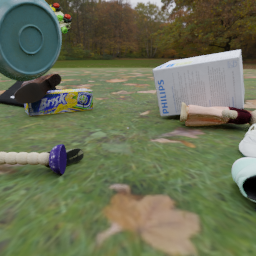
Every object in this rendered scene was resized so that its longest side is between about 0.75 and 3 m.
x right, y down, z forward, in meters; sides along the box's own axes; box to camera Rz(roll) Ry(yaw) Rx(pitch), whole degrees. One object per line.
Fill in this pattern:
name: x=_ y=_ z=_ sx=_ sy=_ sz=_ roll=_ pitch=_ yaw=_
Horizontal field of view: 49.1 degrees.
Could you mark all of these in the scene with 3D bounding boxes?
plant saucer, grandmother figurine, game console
plant saucer: x=-2.283 y=-2.040 z=6.433 sx=0.274 sy=2.002 sz=2.002 roll=21 pitch=25 yaw=35
grandmother figurine: x=3.127 y=-0.369 z=8.837 sx=2.883 sy=0.873 sz=1.748 roll=6 pitch=15 yaw=10
game console: x=-4.496 y=-1.413 z=13.765 sx=2.726 sy=1.587 sz=2.397 roll=9 pitch=47 yaw=32

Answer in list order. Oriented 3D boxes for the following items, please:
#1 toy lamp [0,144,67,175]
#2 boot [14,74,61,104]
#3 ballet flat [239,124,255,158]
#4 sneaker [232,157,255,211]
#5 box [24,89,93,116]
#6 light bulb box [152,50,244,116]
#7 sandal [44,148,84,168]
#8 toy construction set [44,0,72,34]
toy lamp: x=-2.422 y=0.577 z=5.495 sx=2.322 sy=0.676 sz=0.676 roll=0 pitch=15 yaw=0
boot: x=-3.864 y=-1.517 z=10.896 sx=2.158 sy=0.693 sz=2.012 roll=7 pitch=32 yaw=46
ballet flat: x=3.094 y=0.252 z=6.873 sx=0.608 sy=0.608 sz=1.751 roll=7 pitch=17 yaw=26
sneaker: x=2.676 y=0.840 z=4.260 sx=2.019 sy=0.743 sz=1.191 roll=-5 pitch=7 yaw=19
box: x=-2.798 y=-1.086 z=11.377 sx=2.633 sy=0.846 sz=0.922 roll=-9 pitch=17 yaw=-29
light bulb box: x=2.765 y=-1.730 z=10.468 sx=2.839 sy=1.772 sz=2.814 roll=-4 pitch=17 yaw=25
sandal: x=-1.393 y=0.645 z=5.941 sx=0.947 sy=0.376 sz=0.270 roll=-4 pitch=-3 yaw=-40
toy construction set: x=-2.939 y=-3.819 z=9.957 sx=1.497 sy=2.283 sz=1.052 roll=-27 pitch=-9 yaw=-39
